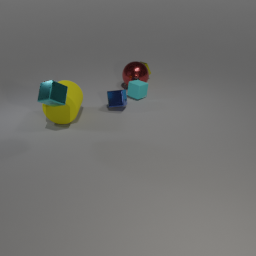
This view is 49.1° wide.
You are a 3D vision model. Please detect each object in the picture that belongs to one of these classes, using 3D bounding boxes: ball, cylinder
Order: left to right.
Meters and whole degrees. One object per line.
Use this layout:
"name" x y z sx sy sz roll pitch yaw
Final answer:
"cylinder" -2.653 -1.080 11.558 1.400 1.400 1.400 1 30 1
"ball" 0.393 -2.747 14.551 1.400 1.400 1.400 0 29 0

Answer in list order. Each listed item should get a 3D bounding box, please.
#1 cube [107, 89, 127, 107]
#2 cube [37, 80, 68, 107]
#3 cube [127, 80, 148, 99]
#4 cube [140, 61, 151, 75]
"cube" -0.471 -1.322 12.433 0.700 0.700 0.700 -4 8 14
"cube" -2.638 -1.194 9.825 0.700 0.700 0.700 -3 -15 39
"cube" 0.473 -1.872 13.585 0.700 0.700 0.700 26 31 34
"cube" 0.758 -3.242 15.854 0.700 0.700 0.700 -39 36 -14
